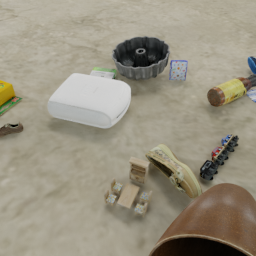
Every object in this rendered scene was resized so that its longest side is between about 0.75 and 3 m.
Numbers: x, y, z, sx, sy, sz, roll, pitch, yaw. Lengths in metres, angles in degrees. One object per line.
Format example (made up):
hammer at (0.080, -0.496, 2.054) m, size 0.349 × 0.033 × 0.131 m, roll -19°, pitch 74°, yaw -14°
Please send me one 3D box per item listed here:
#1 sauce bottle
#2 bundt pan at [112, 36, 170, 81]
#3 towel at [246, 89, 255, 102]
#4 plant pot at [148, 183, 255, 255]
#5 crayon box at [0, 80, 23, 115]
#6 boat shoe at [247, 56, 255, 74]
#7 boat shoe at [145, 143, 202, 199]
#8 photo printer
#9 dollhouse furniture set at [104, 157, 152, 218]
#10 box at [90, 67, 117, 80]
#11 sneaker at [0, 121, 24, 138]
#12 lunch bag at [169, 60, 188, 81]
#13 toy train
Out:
sauce bottle at (4.620, -1.690, 12.019) m, size 2.652 × 0.875 × 0.875 m, roll -23°, pitch 47°, yaw -22°
bundt pan at (0.646, -3.269, 13.483) m, size 2.795 × 1.049 × 2.795 m, roll -4°, pitch 47°, yaw 5°
towel at (5.586, -1.427, 12.303) m, size 0.600 × 0.097 × 0.817 m, roll -10°, pitch 43°, yaw -10°
plant pot at (2.132, 2.554, 6.388) m, size 2.610 × 2.610 × 2.793 m, roll 18°, pitch 29°, yaw 19°
crayon box at (-6.087, -1.420, 11.863) m, size 2.689 × 0.683 × 1.707 m, roll 19°, pitch 45°, yaw 19°
boat shoe at (6.405, -2.822, 13.463) m, size 0.608 × 0.745 × 1.770 m, roll -22°, pitch 58°, yaw 3°
boat shoe at (1.397, 1.406, 8.687) m, size 0.721 × 0.843 × 2.299 m, roll -24°, pitch 41°, yaw -16°
photo printer at (-1.390, -1.133, 11.290) m, size 2.872 × 0.997 × 2.390 m, roll 13°, pitch 44°, yaw 15°
dollhouse furniture set at (0.125, 1.672, 8.216) m, size 1.241 × 0.879 × 1.351 m, roll 16°, pitch 47°, yaw 16°
box at (-1.255, -2.311, 13.154) m, size 1.158 × 0.291 × 1.604 m, roll 8°, pitch 44°, yaw 9°
sneaker at (-4.535, 0.012, 10.447) m, size 1.166 × 0.441 × 0.411 m, roll -15°, pitch 44°, yaw -17°
lunch bag at (2.357, -2.761, 13.149) m, size 0.800 × 0.941 × 0.583 m, roll 1°, pitch 42°, yaw 2°
toy train at (3.108, 0.920, 9.506) m, size 0.544 × 0.405 × 2.377 m, roll 19°, pitch 45°, yaw 37°
